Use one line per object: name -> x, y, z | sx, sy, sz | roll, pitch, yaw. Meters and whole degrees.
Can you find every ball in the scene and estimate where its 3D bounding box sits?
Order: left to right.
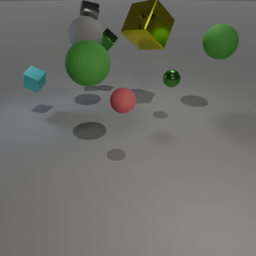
ball -> -1.726, -3.790, 11.379 | 1.400, 1.400, 1.400 | 0, 28, 0
ball -> -1.238, -1.988, 8.646 | 1.400, 1.400, 1.400 | 0, 28, 0
ball -> -0.140, -0.746, 7.600 | 0.700, 0.700, 0.700 | 0, 28, 0
ball -> 1.726, -1.949, 11.049 | 0.700, 0.700, 0.700 | 0, 28, 0
ball -> 3.766, -3.507, 11.402 | 1.400, 1.400, 1.400 | 0, 28, 0

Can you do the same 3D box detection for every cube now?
cube -> -3.977, -2.077, 11.938 | 0.700, 0.700, 0.700 | 23, 46, -2
cube -> -1.027, -4.193, 13.427 | 0.700, 0.700, 0.700 | 39, 42, -15
cube -> 0.821, -4.193, 11.528 | 1.400, 1.400, 1.400 | 13, -11, 44

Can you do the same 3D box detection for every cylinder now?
cylinder -> -1.651, -5.062, 12.067 | 0.700, 0.700, 0.700 | 3, 25, -24
